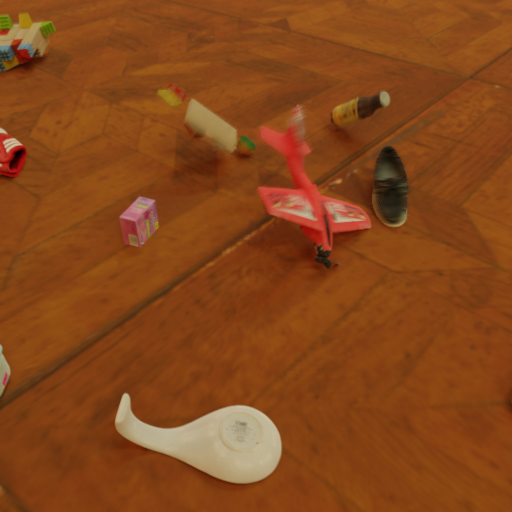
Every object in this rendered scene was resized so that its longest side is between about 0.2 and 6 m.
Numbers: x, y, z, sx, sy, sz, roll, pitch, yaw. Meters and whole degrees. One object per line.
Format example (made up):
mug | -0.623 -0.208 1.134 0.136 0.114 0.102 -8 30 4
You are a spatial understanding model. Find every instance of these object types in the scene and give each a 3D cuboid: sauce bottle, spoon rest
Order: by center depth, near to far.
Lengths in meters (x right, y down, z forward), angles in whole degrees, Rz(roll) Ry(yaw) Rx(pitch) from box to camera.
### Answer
spoon rest | -0.706 2.248 7.037 2.087 0.633 1.037 14 41 -4
sauce bottle | 2.389 -3.404 12.946 0.527 0.527 1.598 -32 12 -33

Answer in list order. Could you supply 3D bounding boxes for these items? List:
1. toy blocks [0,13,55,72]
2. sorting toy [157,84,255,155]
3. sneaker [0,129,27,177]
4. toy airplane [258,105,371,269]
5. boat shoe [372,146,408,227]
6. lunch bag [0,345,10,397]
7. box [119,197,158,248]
toy blocks | -7.353 -6.174 16.666 2.439 1.219 1.667 -3 50 7
sorting toy | -1.093 -2.721 11.928 2.461 0.416 1.186 32 26 -21
sneaker | -5.931 -2.007 11.770 1.335 0.906 2.311 25 47 28
toy airplane | 0.850 -1.202 9.846 0.558 3.033 3.033 -25 23 39
boat shoe | 2.645 -1.418 10.970 0.668 0.593 1.789 5 58 7
lunch bag | -4.401 1.718 7.433 1.905 0.734 1.528 2 40 2
box | -2.139 -0.615 10.295 0.343 0.624 0.710 13 41 16
